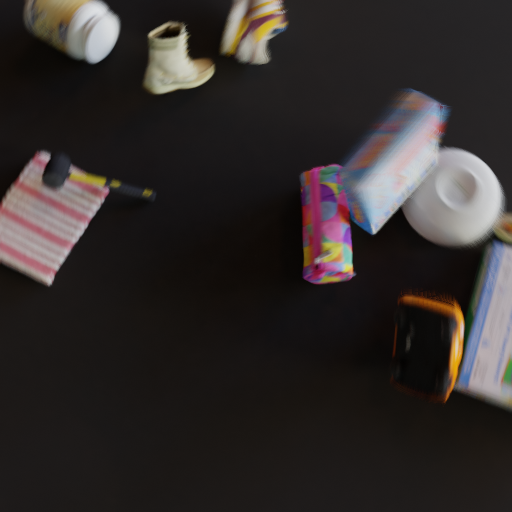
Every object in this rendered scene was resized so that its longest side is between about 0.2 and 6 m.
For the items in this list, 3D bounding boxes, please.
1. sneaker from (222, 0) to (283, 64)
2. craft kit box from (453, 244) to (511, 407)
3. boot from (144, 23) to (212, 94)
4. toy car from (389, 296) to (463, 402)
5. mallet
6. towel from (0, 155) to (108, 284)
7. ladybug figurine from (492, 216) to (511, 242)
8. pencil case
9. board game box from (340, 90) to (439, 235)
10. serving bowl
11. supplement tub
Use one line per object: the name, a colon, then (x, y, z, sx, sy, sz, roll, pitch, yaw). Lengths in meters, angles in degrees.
sneaker: (0.134, -5.026, 11.330, 1.047, 0.871, 2.324, 20, 89, -10)
craft kit box: (5.019, 1.436, 9.792, 2.623, 0.644, 2.656, 20, 76, 8)
boot: (-1.419, -3.822, 10.671, 1.535, 1.187, 0.553, -27, 60, -32)
toy car: (3.826, 1.297, 8.741, 3.629, 1.208, 1.780, -10, 93, 41)
mallet: (-2.906, -1.282, 10.337, 2.048, 0.422, 0.675, 18, 42, -8)
towel: (-3.975, -0.711, 10.510, 1.574, 0.322, 2.151, 28, 77, 4)
ladybug figurine: (4.723, -0.485, 10.444, 0.685, 0.246, 0.465, 17, 79, 0)
pencil case: (1.258, -0.547, 10.093, 0.961, 0.961, 2.175, -1, 73, 0)
board game box: (2.291, -1.505, 9.462, 0.516, 1.807, 1.846, 39, 82, 26)
serving bowl: (3.652, -1.150, 10.384, 1.830, 0.602, 1.830, 0, 80, 2)
supplement tub: (-3.638, -4.630, 11.106, 1.492, 1.077, 1.077, 32, 78, 8)
